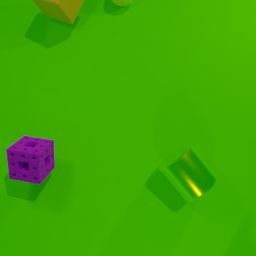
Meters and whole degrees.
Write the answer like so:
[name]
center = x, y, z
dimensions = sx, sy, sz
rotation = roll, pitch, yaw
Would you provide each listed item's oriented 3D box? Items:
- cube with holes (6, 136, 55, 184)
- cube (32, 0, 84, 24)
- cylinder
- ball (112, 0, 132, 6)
[cube with holes]
center = -2.235, 0.723, 6.523
dimensions = 0.767, 0.767, 0.767
rotation = 8, 113, 9
[cube]
center = -1.995, -3.789, 8.029
dimensions = 1.004, 1.004, 1.004
rotation = 22, 84, 17
[cylinder]
center = 1.451, 1.072, 6.791
dimensions = 1.025, 1.025, 1.025
rotation = -39, 89, -12
[ball]
center = -0.189, -4.258, 8.768
dimensions = 0.818, 0.818, 0.818
rotation = 0, 72, 0
